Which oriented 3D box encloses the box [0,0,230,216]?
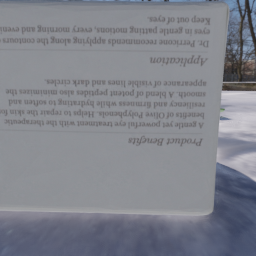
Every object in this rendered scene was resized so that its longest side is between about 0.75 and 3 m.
[{"bbox_3d":[-0.287,-0.318,3.525,2.305,1.984,2.316,1,10,1],"label":"box"}]

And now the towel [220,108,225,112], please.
[{"bbox_3d":[3.035,-0.626,10.716,1.083,0.166,0.808,2,-5,-2],"label":"towel"}]
